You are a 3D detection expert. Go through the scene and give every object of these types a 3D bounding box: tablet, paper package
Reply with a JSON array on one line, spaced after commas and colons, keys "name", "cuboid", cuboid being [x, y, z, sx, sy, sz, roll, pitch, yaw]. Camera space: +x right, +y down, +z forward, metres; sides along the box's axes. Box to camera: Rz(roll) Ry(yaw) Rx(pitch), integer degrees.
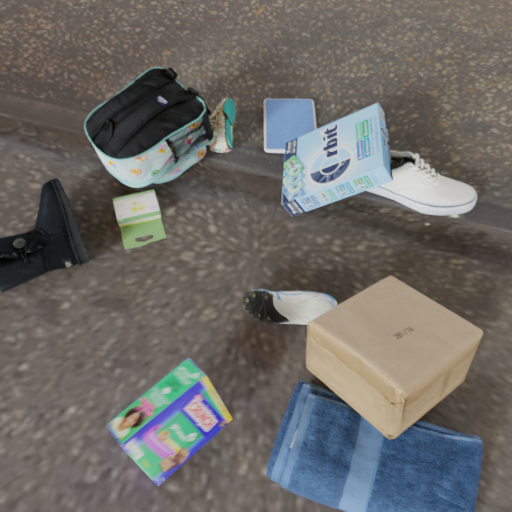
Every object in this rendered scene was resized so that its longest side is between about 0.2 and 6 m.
[{"name": "tablet", "cuboid": [0.732, -2.833, 12.125, 1.128, 0.118, 1.733, 0, 53, 0]}, {"name": "paper package", "cuboid": [1.903, 1.337, 7.945, 1.863, 0.964, 1.775, -24, 44, -33]}]

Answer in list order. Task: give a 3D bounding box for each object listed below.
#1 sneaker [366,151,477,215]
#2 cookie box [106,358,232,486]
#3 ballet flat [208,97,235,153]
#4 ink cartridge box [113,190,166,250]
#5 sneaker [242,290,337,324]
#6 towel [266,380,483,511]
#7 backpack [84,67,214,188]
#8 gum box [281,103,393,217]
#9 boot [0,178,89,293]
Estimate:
[{"name": "sneaker", "cuboid": [2.978, -1.453, 10.586, 2.420, 0.857, 0.884, 16, 54, 12]}, {"name": "cookie box", "cuboid": [-1.105, 2.203, 7.454, 1.335, 1.142, 0.502, -39, 43, -18]}, {"name": "ballet flat", "cuboid": [-0.759, -2.780, 11.840, 0.508, 0.601, 1.590, -12, 47, 16]}, {"name": "ink cartridge box", "cuboid": [-2.166, -0.690, 10.396, 0.808, 0.266, 1.110, -14, 52, -11]}, {"name": "sneaker", "cuboid": [0.550, 0.821, 9.126, 1.556, 0.559, 0.564, 5, 7, 15]}, {"name": "towel", "cuboid": [1.593, 2.754, 7.478, 2.686, 0.652, 1.500, 17, 55, 12]}, {"name": "backpack", "cuboid": [-2.090, -2.334, 10.758, 2.106, 1.615, 1.852, -35, 65, -19]}, {"name": "gum box", "cuboid": [1.472, -1.795, 10.485, 2.017, 0.449, 1.714, -18, 47, 29]}, {"name": "boot", "cuboid": [-4.018, -0.412, 9.835, 1.680, 0.764, 1.999, -18, 61, -18]}]
